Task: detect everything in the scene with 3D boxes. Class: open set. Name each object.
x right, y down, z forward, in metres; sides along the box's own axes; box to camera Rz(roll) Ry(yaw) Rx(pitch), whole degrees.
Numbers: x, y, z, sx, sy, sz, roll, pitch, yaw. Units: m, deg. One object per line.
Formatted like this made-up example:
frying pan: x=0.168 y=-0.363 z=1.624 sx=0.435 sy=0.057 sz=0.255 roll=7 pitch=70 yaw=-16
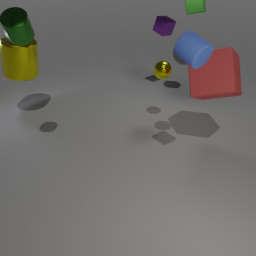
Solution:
cylinder: x=-2.907 y=-2.673 z=7.393 sx=0.700 sy=0.700 sz=0.700 roll=1 pitch=67 yaw=-2
cylinder: x=1.655 y=-1.978 z=7.092 sx=0.700 sy=0.700 sz=0.700 roll=-23 pitch=58 yaw=-34
cube: x=1.722 y=-4.852 z=13.303 sx=0.700 sy=0.700 sz=0.700 roll=-20 pitch=52 yaw=-38
ball: x=1.317 y=-2.190 z=10.599 sx=0.700 sy=0.700 sz=0.700 roll=0 pitch=30 yaw=0
cylinder: x=-4.322 y=-2.797 z=11.206 sx=1.400 sy=1.400 sz=1.400 roll=6 pitch=33 yaw=-4
ball: x=1.678 y=-2.215 z=8.260 sx=0.700 sy=0.700 sz=0.700 roll=0 pitch=30 yaw=0
cube: x=2.752 y=-5.056 z=11.417 sx=0.700 sy=0.700 sz=0.700 roll=-2 pitch=20 yaw=23
cube: x=2.907 y=-1.741 z=9.317 sx=1.400 sy=1.400 sz=1.400 roll=-4 pitch=0 yaw=30
